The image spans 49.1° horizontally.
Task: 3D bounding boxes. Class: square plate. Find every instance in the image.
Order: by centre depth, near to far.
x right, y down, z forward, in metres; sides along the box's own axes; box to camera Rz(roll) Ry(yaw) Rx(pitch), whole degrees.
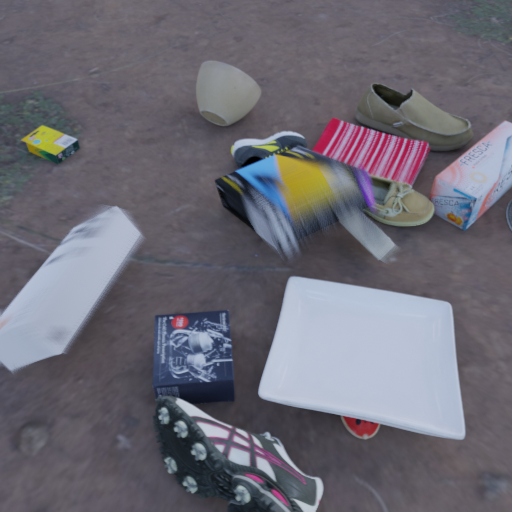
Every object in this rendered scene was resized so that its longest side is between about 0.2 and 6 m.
[{"bbox_3d":[1.857,1.661,9.739,3.138,0.451,3.168,9,36,8],"label":"square plate"}]

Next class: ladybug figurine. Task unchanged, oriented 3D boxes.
[{"bbox_3d":[1.730,2.540,9.283,0.674,0.357,0.993,-5,47,-5],"label":"ladybug figurine"}]

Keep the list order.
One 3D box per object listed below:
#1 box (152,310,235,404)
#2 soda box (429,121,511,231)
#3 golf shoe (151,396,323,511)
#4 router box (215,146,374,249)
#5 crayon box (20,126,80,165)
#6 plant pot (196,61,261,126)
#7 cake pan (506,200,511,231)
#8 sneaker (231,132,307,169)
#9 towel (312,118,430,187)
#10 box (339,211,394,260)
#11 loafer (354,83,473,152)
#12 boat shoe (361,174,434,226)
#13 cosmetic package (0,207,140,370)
[{"bbox_3d":[-1.076,1.760,9.730,1.333,0.762,1.464,-4,47,-5],"label":"box"},{"bbox_3d":[5.332,-1.922,13.005,1.078,1.002,3.153,36,57,29],"label":"soda box"},{"bbox_3d":[-0.390,3.097,8.497,2.944,1.136,1.297,33,30,29],"label":"golf shoe"},{"bbox_3d":[0.683,-1.358,11.794,2.237,0.766,2.999,-25,29,-14],"label":"router box"},{"bbox_3d":[-5.263,-2.856,14.336,1.255,0.319,0.797,25,52,20],"label":"crayon box"},{"bbox_3d":[-0.884,-4.143,14.836,1.738,1.738,1.167,20,83,18],"label":"plant pot"},{"bbox_3d":[6.924,-0.815,12.335,2.586,0.474,2.586,0,47,0],"label":"cake pan"},{"bbox_3d":[0.353,-2.485,13.836,1.896,0.706,0.802,-10,53,3],"label":"sneaker"},{"bbox_3d":[2.731,-2.482,13.836,2.649,0.298,1.916,21,58,20],"label":"towel"},{"bbox_3d":[2.303,-0.490,11.732,0.486,0.405,1.183,-46,54,6],"label":"box"},{"bbox_3d":[4.084,-3.634,14.549,3.151,1.063,1.198,19,50,17],"label":"loafer"},{"bbox_3d":[2.723,-1.394,12.495,2.487,0.782,0.907,25,69,24],"label":"boat shoe"},{"bbox_3d":[-3.447,0.474,10.208,1.348,0.827,3.267,-23,29,31],"label":"cosmetic package"}]
